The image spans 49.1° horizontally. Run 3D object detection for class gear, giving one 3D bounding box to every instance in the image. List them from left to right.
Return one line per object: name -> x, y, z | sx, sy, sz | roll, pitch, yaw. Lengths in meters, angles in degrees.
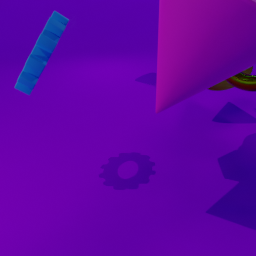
gear -> -1.277, -1.097, 4.151 | 0.230, 1.244, 1.244 | 28, 24, -21

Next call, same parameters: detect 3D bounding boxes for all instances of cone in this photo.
cone -> 0.666, -0.725, 2.951 | 1.532, 1.538, 1.532 | 20, 36, -15
cone -> 2.386, -1.884, 7.283 | 1.303, 1.303, 1.308 | -2, 58, -3

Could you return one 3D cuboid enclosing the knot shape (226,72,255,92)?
knot shape -> 2.113, -1.708, 4.708 | 1.760, 1.881, 0.869 | 32, 8, -15
